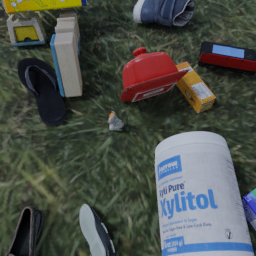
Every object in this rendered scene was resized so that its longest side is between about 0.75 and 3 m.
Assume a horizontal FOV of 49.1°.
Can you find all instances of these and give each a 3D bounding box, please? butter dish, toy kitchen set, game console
[{"bbox_3d":[0.526,-1.640,8.027,1.846,1.841,1.365,-18,86,-7],"label":"butter dish"},{"bbox_3d":[-2.764,-2.438,9.100,2.390,1.757,2.983,-6,39,-3],"label":"toy kitchen set"},{"bbox_3d":[3.346,-2.459,9.110,1.898,1.127,1.636,13,60,7],"label":"game console"}]

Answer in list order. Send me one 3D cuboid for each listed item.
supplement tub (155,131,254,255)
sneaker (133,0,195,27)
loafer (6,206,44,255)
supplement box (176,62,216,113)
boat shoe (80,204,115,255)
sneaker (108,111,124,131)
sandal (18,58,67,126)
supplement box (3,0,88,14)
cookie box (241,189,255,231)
[{"bbox_3d":[1.564,1.677,6.215,1.823,1.823,2.763,-2,59,-1],"label":"supplement tub"},{"bbox_3d":[1.624,-4.941,10.525,2.043,1.075,2.828,14,69,21],"label":"sneaker"},{"bbox_3d":[-2.414,2.742,6.250,0.718,0.628,1.998,2,59,1],"label":"loafer"},{"bbox_3d":[2.003,-1.286,8.740,0.570,0.551,1.656,-20,61,-14],"label":"supplement box"},{"bbox_3d":[-0.736,2.437,6.569,0.430,0.539,1.426,13,39,-42],"label":"boat shoe"},{"bbox_3d":[-0.314,-0.195,7.814,0.406,0.882,0.334,11,67,6],"label":"sneaker"},{"bbox_3d":[-2.646,-1.324,8.727,1.061,0.597,2.790,-27,63,-16],"label":"sandal"},{"bbox_3d":[-2.732,-4.682,9.298,2.605,1.426,1.418,-8,24,-5],"label":"supplement box"},{"bbox_3d":[3.678,2.086,6.652,1.388,0.610,1.623,-26,63,-16],"label":"cookie box"}]
